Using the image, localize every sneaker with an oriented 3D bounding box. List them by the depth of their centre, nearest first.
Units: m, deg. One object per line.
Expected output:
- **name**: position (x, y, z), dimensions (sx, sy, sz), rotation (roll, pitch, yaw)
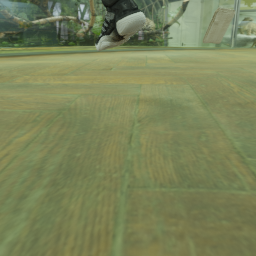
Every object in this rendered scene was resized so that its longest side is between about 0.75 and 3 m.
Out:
- **sneaker**: position (-0.507, -3.750, 9.562), dimensions (1.057, 1.594, 2.802), rotation (-24, 6, -29)

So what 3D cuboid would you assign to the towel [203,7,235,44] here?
- **towel**: position (3.064, -3.412, 9.427), dimensions (0.810, 1.223, 0.211), rotation (-7, 44, -29)
